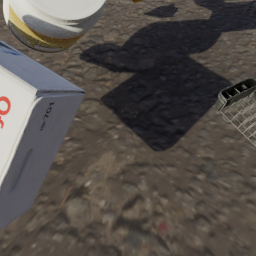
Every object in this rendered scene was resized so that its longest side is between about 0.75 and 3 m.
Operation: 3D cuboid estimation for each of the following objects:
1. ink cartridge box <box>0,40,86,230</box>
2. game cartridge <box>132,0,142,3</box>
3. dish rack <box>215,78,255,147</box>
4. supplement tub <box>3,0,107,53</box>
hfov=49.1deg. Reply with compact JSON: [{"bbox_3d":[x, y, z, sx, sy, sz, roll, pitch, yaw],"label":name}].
[{"bbox_3d":[-2.143,-0.236,3.357,2.624,1.921,1.127,31,14,9],"label":"ink cartridge box"},{"bbox_3d":[1.009,-4.056,6.348,2.158,0.350,1.903,-5,87,21],"label":"game cartridge"},{"bbox_3d":[2.482,-0.181,5.264,1.197,0.426,1.561,-24,64,-31],"label":"dish rack"},{"bbox_3d":[-1.549,-2.697,5.783,1.917,1.917,2.655,-22,13,-21],"label":"supplement tub"}]
